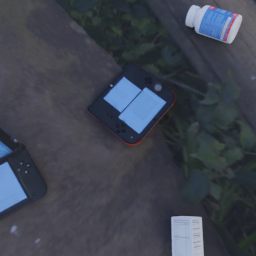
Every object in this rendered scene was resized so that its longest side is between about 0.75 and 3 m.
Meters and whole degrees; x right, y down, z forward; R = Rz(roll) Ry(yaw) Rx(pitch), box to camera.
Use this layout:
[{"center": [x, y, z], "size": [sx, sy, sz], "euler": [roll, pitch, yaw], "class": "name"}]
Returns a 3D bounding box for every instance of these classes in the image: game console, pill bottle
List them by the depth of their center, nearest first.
[{"center": [-3.911, 1.478, 7.243], "size": [2.766, 1.637, 2.361], "euler": [-28, 94, -6], "class": "game console"}, {"center": [0.149, -0.768, 8.692], "size": [1.970, 0.346, 2.227], "euler": [40, 77, 9], "class": "game console"}, {"center": [2.723, -3.403, 9.032], "size": [1.601, 0.899, 0.899], "euler": [27, 77, 19], "class": "pill bottle"}]

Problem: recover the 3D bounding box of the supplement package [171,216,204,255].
[{"center": [1.602, 2.981, 7.537], "size": [0.646, 0.622, 1.135], "euler": [-10, 72, 39], "class": "supplement package"}]
